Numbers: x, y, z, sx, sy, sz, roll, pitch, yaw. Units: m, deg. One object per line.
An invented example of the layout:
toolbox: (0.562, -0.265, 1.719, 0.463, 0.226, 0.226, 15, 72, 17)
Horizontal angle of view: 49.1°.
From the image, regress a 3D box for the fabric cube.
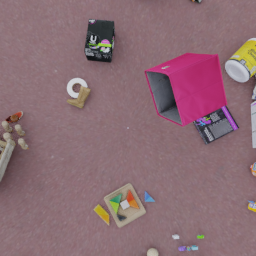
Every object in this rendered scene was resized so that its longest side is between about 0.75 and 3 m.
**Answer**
fabric cube: (1.718, -1.236, 8.456, 1.632, 1.606, 1.637, -25, 113, -13)

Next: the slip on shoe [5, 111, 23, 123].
slip on shoe: (-4.764, -0.449, 11.717, 0.783, 0.240, 0.290, -29, 80, -6)

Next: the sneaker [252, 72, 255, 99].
sneaker: (5.671, -1.988, 11.788, 0.640, 0.915, 1.585, 11, 111, -2)

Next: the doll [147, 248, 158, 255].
doll: (0.649, 5.653, 10.555, 1.494, 0.531, 2.189, 19, 81, 3)

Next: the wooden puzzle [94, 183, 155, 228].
wooden puzzle: (-0.142, 3.083, 11.125, 2.174, 0.254, 1.467, -35, 82, -6)

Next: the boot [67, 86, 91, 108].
boot: (-2.061, -1.354, 11.716, 0.772, 0.292, 0.882, 21, 102, -9)

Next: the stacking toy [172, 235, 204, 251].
stacking toy: (2.351, 4.662, 10.862, 1.297, 0.305, 0.978, -1, 82, -2)

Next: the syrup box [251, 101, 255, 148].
syrup box: (5.573, -0.155, 11.392, 0.761, 0.787, 1.933, 2, 82, 0)

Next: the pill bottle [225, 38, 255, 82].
pill bottle: (5.141, -2.978, 11.675, 1.153, 1.153, 2.059, 44, 83, 7)

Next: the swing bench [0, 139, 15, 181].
swing bench: (-5.582, 1.351, 10.690, 2.050, 1.330, 2.039, 14, 66, -1)

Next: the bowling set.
bowling set: (-4.638, 0.146, 11.424, 1.688, 0.906, 1.175, 20, 62, 5)

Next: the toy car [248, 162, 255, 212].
toy car: (5.015, 2.213, 10.967, 0.676, 0.996, 2.032, 10, 71, 34)

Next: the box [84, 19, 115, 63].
box: (-1.175, -3.692, 11.899, 1.110, 0.929, 1.494, 7, 81, 1)

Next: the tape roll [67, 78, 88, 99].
tape roll: (-2.156, -1.691, 11.953, 0.881, 0.161, 0.881, 0, 82, -1)

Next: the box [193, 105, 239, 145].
box: (3.649, -0.133, 11.648, 1.552, 0.280, 1.110, -26, 81, -5)

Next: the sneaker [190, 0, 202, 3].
sneaker: (2.847, -5.927, 12.561, 1.047, 0.387, 0.415, 22, 86, 3)
